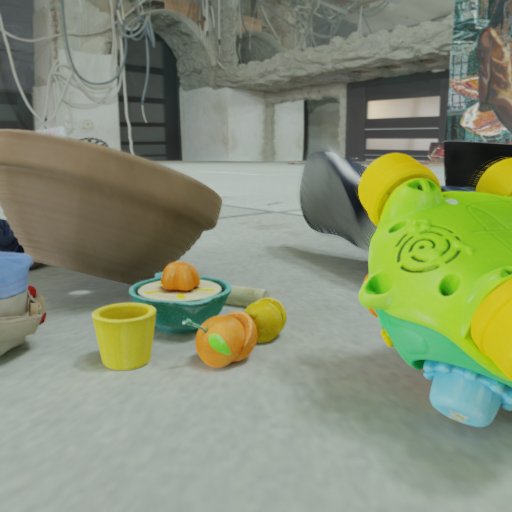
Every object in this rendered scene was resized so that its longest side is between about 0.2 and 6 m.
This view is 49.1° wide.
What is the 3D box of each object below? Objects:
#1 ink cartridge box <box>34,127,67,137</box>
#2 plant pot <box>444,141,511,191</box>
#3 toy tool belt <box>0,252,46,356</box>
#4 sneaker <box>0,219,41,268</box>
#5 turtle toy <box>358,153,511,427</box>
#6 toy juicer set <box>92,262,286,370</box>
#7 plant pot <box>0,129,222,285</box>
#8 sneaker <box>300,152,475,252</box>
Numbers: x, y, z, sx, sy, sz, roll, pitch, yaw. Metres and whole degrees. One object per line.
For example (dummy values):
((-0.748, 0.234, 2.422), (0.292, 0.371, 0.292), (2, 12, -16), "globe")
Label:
((-3.061, -1.343, 8.118), (0.753, 0.428, 1.033), (-13, 55, -13), "ink cartridge box")
((4.074, -0.964, 9.077), (1.879, 1.671, 1.884), (5, 11, 6), "plant pot")
((-2.329, 0.278, 4.733), (1.075, 1.058, 1.722), (2, 12, 7), "toy tool belt")
((-4.132, -0.573, 7.144), (3.195, 1.733, 1.120), (-10, 15, -40), "sneaker")
((1.885, 0.300, 3.837), (2.680, 1.354, 1.953), (0, 34, -18), "turtle toy")
((-0.452, 0.375, 5.316), (1.502, 0.643, 2.361), (1, 11, 6), "toy juicer set")
((-1.841, -0.392, 6.519), (2.706, 1.249, 2.706), (14, -6, 2), "plant pot")
((2.018, -0.676, 8.057), (2.179, 1.146, 3.015), (4, 21, -23), "sneaker")
